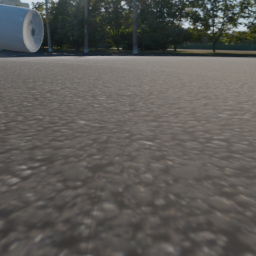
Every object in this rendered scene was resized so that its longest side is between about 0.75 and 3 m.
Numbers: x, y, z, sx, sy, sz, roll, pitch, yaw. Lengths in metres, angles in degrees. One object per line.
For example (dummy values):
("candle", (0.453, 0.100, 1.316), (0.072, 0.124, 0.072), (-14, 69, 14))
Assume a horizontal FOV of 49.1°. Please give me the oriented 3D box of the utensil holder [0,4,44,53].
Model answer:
("utensil holder", (-3.565, -3.011, 8.462), (1.590, 1.351, 1.351), (11, 19, 8))
